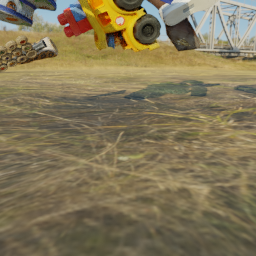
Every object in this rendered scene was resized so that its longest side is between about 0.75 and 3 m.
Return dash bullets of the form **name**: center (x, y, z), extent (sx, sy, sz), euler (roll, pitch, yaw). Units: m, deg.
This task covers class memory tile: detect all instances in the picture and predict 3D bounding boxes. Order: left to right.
- **memory tile**: center (-3.114, -1.962, 7.519), extent (1.201, 0.101, 0.920), euler (-29, -16, -6)

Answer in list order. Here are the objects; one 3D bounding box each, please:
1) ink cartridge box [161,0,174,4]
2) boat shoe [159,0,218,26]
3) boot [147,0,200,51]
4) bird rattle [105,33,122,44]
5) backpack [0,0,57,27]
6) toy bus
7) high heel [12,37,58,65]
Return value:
- **ink cartridge box**: center (0.458, -3.157, 5.130), extent (0.836, 1.779, 0.393), euler (12, -29, -25)
- **boat shoe**: center (1.930, -3.933, 8.715), extent (2.084, 0.750, 0.714), euler (-32, 55, 7)
- **boot**: center (1.200, -3.885, 9.400), extent (2.565, 2.753, 0.884), euler (14, -36, -23)
- **bird rattle**: center (-0.695, -3.782, 9.585), extent (1.394, 2.018, 2.475), euler (-38, 9, 39)
- **backpack**: center (-2.193, -2.688, 4.927), extent (1.931, 1.561, 2.027), euler (9, 13, 11)
- **toy bus**: center (-0.584, -3.143, 8.043), extent (2.531, 2.636, 1.789), euler (-29, 37, 3)
- **high heel**: center (-3.003, -2.403, 9.056), extent (1.270, 0.636, 1.782), euler (-25, 8, 8)
